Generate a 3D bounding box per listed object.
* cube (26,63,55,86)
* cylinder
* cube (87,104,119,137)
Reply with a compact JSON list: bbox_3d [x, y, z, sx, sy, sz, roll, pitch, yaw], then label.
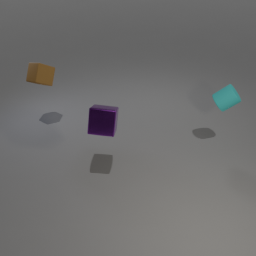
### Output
[{"bbox_3d":[-3.204,-1.966,10.272,0.700,0.700,0.700,12,4,40],"label":"cube"},{"bbox_3d":[3.374,-1.028,9.584,0.700,0.700,0.700,-33,19,28],"label":"cylinder"},{"bbox_3d":[-0.656,-0.210,7.503,0.700,0.700,0.700,7,13,2],"label":"cube"}]
